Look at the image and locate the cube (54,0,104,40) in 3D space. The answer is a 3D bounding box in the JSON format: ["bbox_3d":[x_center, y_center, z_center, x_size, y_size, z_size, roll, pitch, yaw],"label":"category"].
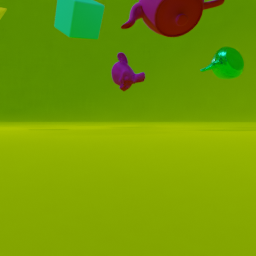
[{"bbox_3d":[-1.438,-3.254,8.186,0.990,0.990,0.990,-10,39,-40],"label":"cube"}]

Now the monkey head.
[{"bbox_3d":[-0.015,-2.062,10.748,1.209,1.012,1.680,-14,-35,-9],"label":"monkey head"}]

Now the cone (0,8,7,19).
[{"bbox_3d":[-4.228,-3.389,8.497,1.278,1.273,1.273,-17,-2,10],"label":"cone"}]

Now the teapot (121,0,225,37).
[{"bbox_3d":[0.791,-2.223,5.193,2.000,0.979,1.244,-13,-39,-2],"label":"teapot"}]

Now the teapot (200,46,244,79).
[{"bbox_3d":[2.882,-1.883,8.394,1.612,1.002,0.789,-13,-10,-31],"label":"teapot"}]
